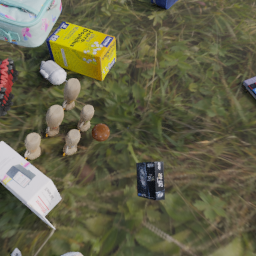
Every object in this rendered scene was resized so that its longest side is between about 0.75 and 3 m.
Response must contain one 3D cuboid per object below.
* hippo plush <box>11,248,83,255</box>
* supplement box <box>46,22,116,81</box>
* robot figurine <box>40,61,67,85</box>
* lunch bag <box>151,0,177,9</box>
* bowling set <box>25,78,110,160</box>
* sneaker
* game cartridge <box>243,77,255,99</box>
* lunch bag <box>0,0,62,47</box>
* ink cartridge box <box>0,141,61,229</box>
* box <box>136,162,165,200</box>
[{"bbox_3d":[-1.838,3.348,5.515,2.344,2.366,2.942,-40,65,-23],"label":"hippo plush"},{"bbox_3d":[-1.662,-2.820,10.261,2.167,1.187,1.179,20,59,12],"label":"supplement box"},{"bbox_3d":[-2.667,-1.978,10.044,1.129,0.637,0.957,41,39,23],"label":"robot figurine"},{"bbox_3d":[1.725,-6.235,12.578,1.029,1.057,1.556,33,63,19],"label":"lunch bag"},{"bbox_3d":[-1.656,0.133,8.427,1.961,1.512,2.817,32,59,-2],"label":"bowling set"},{"bbox_3d":[-4.535,-1.343,9.489,1.213,0.877,2.482,-4,55,-4],"label":"sneaker"},{"bbox_3d":[4.766,-1.301,9.861,0.837,0.248,1.291,-19,59,-17],"label":"game cartridge"},{"bbox_3d":[-2.953,-3.060,6.743,2.524,0.973,2.025,16,57,0],"label":"lunch bag"},{"bbox_3d":[-2.597,1.509,7.322,2.324,1.361,0.782,33,63,20],"label":"ink cartridge box"},{"bbox_3d":[0.479,1.141,6.152,0.215,0.986,0.790,1,82,-21],"label":"box"}]
